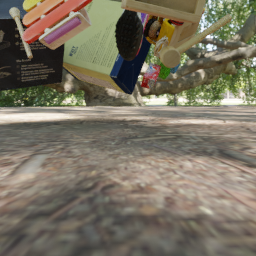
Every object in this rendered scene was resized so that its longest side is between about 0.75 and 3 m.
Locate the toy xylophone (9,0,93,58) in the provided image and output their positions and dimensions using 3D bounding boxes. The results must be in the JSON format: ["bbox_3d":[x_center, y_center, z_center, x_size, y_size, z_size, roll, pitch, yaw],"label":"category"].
[{"bbox_3d":[-1.911,-2.860,6.493,2.116,2.890,0.726,-36,-28,9],"label":"toy xylophone"}]

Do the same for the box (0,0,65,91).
[{"bbox_3d":[-3.464,-2.689,8.879,2.544,2.587,1.519,-14,54,-30],"label":"box"}]

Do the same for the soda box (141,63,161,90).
[{"bbox_3d":[0.643,-1.442,7.736,0.360,0.326,1.028,18,36,3],"label":"soda box"}]

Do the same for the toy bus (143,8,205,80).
[{"bbox_3d":[1.107,-2.879,8.006,1.291,2.357,2.498,35,0,18],"label":"toy bus"}]

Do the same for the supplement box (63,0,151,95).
[{"bbox_3d":[-0.883,-3.234,11.084,2.861,2.864,1.923,19,-7,21],"label":"supplement box"}]

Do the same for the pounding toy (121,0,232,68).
[{"bbox_3d":[0.855,-2.236,5.070,1.878,2.138,0.978,8,21,-11],"label":"pounding toy"}]

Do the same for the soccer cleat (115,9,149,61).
[{"bbox_3d":[0.278,-3.032,7.207,0.877,2.572,0.941,25,33,33],"label":"soccer cleat"}]
